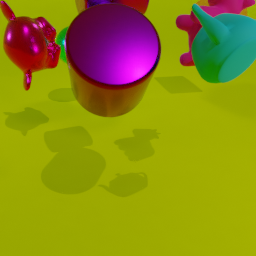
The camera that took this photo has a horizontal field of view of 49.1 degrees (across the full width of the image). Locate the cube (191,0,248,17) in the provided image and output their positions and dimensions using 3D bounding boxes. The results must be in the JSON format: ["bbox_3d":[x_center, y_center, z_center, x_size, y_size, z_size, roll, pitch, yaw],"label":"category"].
[{"bbox_3d":[2.659,-3.205,8.241,1.147,1.147,1.147,5,-10,-21],"label":"cube"}]

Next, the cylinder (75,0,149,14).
[{"bbox_3d":[-0.272,-2.074,4.099,0.939,0.939,0.939,-12,32,-15],"label":"cylinder"}]

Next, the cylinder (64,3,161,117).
[{"bbox_3d":[-0.233,-0.850,3.832,1.154,1.154,1.154,2,-15,-7],"label":"cylinder"}]

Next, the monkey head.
[{"bbox_3d":[-2.198,-1.765,6.124,1.110,1.841,1.325,-21,12,-37],"label":"monkey head"}]

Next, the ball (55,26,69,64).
[{"bbox_3d":[-1.489,-2.318,7.926,1.113,1.113,1.113,0,30,0],"label":"ball"}]

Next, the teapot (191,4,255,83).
[{"bbox_3d":[1.014,-0.913,3.049,1.251,0.778,0.612,18,32,-57],"label":"teapot"}]

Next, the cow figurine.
[{"bbox_3d":[1.404,-1.583,4.428,1.290,1.311,0.720,-9,7,-26],"label":"cow figurine"}]
